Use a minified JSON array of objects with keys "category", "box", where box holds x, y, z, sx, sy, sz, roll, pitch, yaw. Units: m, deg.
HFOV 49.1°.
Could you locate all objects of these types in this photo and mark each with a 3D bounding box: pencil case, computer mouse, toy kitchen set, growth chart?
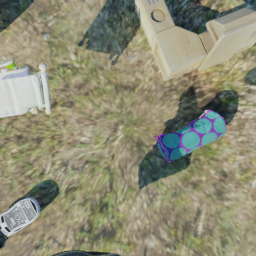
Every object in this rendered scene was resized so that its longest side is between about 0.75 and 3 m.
[{"category":"pencil case","box":[1.719,0.203,7.787,1.870,0.796,0.864,-28,96,-4]},{"category":"computer mouse","box":[-3.175,2.577,7.704,1.883,0.413,1.033,-31,79,2]},{"category":"toy kitchen set","box":[1.968,-3.131,7.437,2.837,2.315,2.560,-22,83,-3]},{"category":"growth chart","box":[-2.708,-0.719,5.639,2.377,1.720,0.211,-9,54,-24]}]

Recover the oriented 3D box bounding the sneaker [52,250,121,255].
[{"category":"sneaker","box":[-1.100,2.777,5.405,1.122,2.112,0.790,-12,63,32]}]
